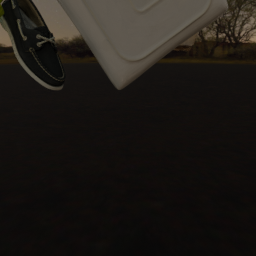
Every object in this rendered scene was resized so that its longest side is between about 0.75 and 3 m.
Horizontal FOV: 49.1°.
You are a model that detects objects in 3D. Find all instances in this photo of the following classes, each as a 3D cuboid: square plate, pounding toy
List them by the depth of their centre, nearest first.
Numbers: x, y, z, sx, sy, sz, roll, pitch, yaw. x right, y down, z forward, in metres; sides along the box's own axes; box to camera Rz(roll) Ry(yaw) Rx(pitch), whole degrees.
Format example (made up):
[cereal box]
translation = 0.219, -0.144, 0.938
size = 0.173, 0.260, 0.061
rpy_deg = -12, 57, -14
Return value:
[square plate]
translation = 0.195, -2.253, 4.296
size = 2.475, 2.499, 0.355
rpy_deg = -36, 25, -2
[pounding toy]
translation = 2.253, -3.974, 10.779
size = 1.072, 1.875, 1.076
rpy_deg = 21, -8, 0

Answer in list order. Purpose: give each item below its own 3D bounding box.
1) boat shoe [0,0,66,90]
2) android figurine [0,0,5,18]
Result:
[boat shoe]
translation = -2.159, -2.076, 6.473
size = 0.797, 2.641, 0.998
rpy_deg = -41, -11, 27
[android figurine]
translation = -3.285, -2.423, 5.570
size = 0.467, 2.272, 2.068
rpy_deg = 26, -21, 9
